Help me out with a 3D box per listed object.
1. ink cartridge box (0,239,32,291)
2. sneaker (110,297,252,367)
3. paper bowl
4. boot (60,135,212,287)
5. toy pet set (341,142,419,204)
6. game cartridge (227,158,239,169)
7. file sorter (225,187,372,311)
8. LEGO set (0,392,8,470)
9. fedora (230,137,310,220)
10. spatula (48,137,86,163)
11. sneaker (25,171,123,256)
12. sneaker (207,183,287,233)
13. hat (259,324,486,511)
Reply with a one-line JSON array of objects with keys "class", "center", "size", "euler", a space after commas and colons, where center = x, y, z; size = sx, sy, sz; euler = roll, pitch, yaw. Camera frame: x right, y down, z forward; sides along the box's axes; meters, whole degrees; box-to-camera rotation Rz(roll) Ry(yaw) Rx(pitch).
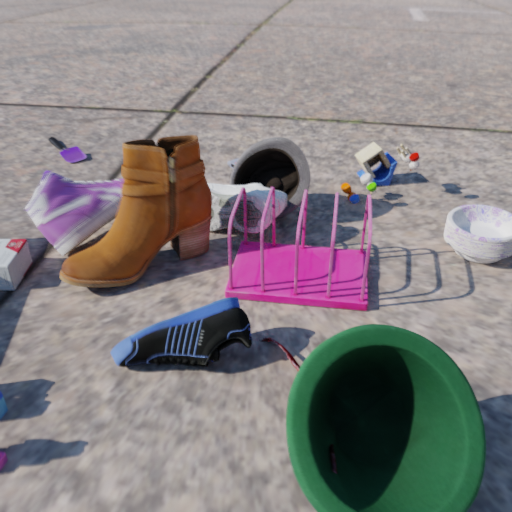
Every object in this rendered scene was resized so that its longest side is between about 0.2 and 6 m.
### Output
[{"class": "ink cartridge box", "center": [-4.606, 0.135, 9.517], "size": [1.235, 0.512, 0.900], "euler": [0, 33, 1]}, {"class": "sneaker", "center": [-1.000, 1.238, 7.691], "size": [1.937, 0.679, 0.754], "euler": [-22, 74, -3]}, {"class": "paper bowl", "center": [4.068, -0.349, 10.116], "size": [1.293, 0.672, 1.293], "euler": [0, 33, 0]}, {"class": "boot", "center": [-2.010, -0.764, 9.313], "size": [2.826, 2.194, 1.084], "euler": [-16, 33, -23]}, {"class": "toy pet set", "center": [2.693, -1.683, 12.222], "size": [1.667, 0.885, 1.556], "euler": [-34, 34, 8]}, {"class": "game cartridge", "center": [-0.233, -2.146, 13.386], "size": [0.554, 0.170, 0.832], "euler": [-19, 37, -33]}, {"class": "file sorter", "center": [0.734, -0.227, 9.233], "size": [2.285, 1.433, 1.588], "euler": [5, 34, 7]}, {"class": "LEGO set", "center": [-4.072, 1.623, 6.719], "size": [2.581, 1.059, 0.985], "euler": [8, 33, 11]}, {"class": "fedora", "center": [0.366, -1.515, 11.334], "size": [1.791, 1.584, 0.808], "euler": [-32, -8, 22]}, {"class": "spatula", "center": [-4.909, -2.734, 14.239], "size": [0.514, 0.187, 1.817], "euler": [-28, 39, -28]}, {"class": "sneaker", "center": [-3.209, -1.234, 10.627], "size": [1.441, 0.916, 2.528], "euler": [49, 40, -6]}, {"class": "sneaker", "center": [-0.410, -1.001, 10.905], "size": [2.386, 0.930, 1.186], "euler": [15, 27, 36]}, {"class": "hat", "center": [1.271, 2.012, 6.893], "size": [2.120, 2.253, 2.559], "euler": [-3, 71, -5]}]
